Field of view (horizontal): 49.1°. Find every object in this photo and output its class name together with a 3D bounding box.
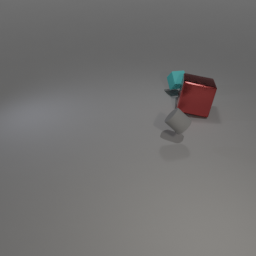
[{"bbox_3d":[2.473,-2.421,14.165,0.700,0.700,0.700,-8,-13,-17],"label":"cube"},{"bbox_3d":[3.024,-1.489,12.538,1.400,1.400,1.400,12,27,5],"label":"cube"},{"bbox_3d":[1.813,-0.247,10.154,0.700,0.700,0.700,42,32,-9],"label":"cylinder"}]
